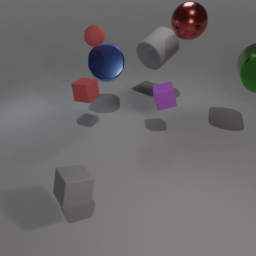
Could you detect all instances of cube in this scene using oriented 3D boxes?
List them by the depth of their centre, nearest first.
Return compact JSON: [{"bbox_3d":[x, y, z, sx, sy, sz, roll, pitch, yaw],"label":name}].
[{"bbox_3d":[-1.260,1.339,6.465,0.700,0.700,0.700,-2,23,-33],"label":"cube"},{"bbox_3d":[1.314,-1.152,10.027,0.700,0.700,0.700,-13,33,11],"label":"cube"},{"bbox_3d":[-1.549,-1.391,10.262,0.700,0.700,0.700,10,33,27],"label":"cube"}]

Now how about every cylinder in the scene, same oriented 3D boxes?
[{"bbox_3d":[4.497,-2.053,9.488,1.400,1.400,1.400,8,29,12],"label":"cylinder"},{"bbox_3d":[-0.881,-2.574,11.215,1.400,1.400,1.400,-3,7,-4],"label":"cylinder"},{"bbox_3d":[1.344,-3.570,12.556,1.400,1.400,1.400,26,59,36],"label":"cylinder"}]

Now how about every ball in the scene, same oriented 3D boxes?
[{"bbox_3d":[-1.137,-3.103,9.453,0.700,0.700,0.700,0,31,0],"label":"ball"},{"bbox_3d":[2.364,-4.122,10.806,1.400,1.400,1.400,0,31,0],"label":"ball"}]
